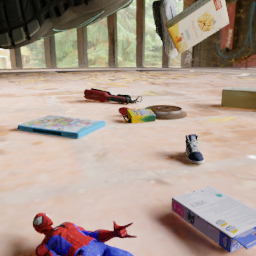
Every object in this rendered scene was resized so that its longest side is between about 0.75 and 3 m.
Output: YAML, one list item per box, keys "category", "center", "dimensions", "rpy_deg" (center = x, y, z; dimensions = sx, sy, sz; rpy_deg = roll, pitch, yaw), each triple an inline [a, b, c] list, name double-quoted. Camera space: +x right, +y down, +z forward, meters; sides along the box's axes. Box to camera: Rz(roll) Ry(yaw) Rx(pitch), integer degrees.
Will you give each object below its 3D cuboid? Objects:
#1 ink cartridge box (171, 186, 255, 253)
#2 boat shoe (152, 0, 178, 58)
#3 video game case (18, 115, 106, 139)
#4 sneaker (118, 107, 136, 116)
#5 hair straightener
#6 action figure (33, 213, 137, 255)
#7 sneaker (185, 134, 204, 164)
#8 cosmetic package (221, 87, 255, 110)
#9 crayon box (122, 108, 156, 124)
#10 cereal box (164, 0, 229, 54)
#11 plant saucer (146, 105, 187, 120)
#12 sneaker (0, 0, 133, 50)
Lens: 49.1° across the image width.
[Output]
- category: "ink cartridge box"
  center: [1.248, 1.170, 3.639]
  dimensions: [0.756, 0.266, 1.267]
  rpy_deg: [-9, 14, -29]
- category: "boat shoe"
  center: [1.451, -3.757, 10.578]
  dimensions: [0.833, 2.310, 0.819]
  rpy_deg: [-41, 47, -24]
- category: "video game case"
  center: [-1.959, -0.078, 8.428]
  dimensions: [2.129, 0.190, 1.524]
  rpy_deg: [7, 16, 23]
- category: "sneaker"
  center: [0.058, -0.588, 10.248]
  dimensions: [0.862, 0.338, 0.498]
  rpy_deg: [11, 6, -6]
- category: "hair straightener"
  center: [-0.600, -1.514, 13.032]
  dimensions: [2.834, 0.580, 1.091]
  rpy_deg: [7, 16, 24]
- category: "action figure"
  center: [-0.280, 1.292, 2.768]
  dimensions: [2.160, 0.558, 0.707]
  rpy_deg: [8, 19, 38]
- category: "sneaker"
  center: [1.414, 0.421, 5.981]
  dimensions: [0.316, 0.489, 0.901]
  rpy_deg: [0, 15, -2]
- category: "cosmetic package"
  center: [5.054, -1.221, 11.533]
  dimensions: [2.203, 0.783, 1.159]
  rpy_deg: [7, 17, 26]
- category: "crayon box"
  center: [0.358, -0.411, 9.328]
  dimensions: [0.986, 0.254, 0.620]
  rpy_deg: [-5, 28, -15]
- category: "cereal box"
  center: [2.461, -3.699, 9.897]
  dimensions: [2.082, 0.412, 1.498]
  rpy_deg: [-31, -33, 13]
- category: "plant saucer"
  center: [1.317, -0.611, 10.303]
  dimensions: [1.717, 0.275, 1.717]
  rpy_deg: [-1, 14, 0]
- category: "sneaker"
  center: [-1.024, -1.655, 4.002]
  dimensions: [2.480, 0.935, 0.983]
  rpy_deg: [-11, 1, 17]
